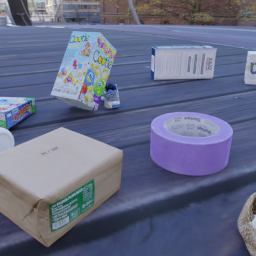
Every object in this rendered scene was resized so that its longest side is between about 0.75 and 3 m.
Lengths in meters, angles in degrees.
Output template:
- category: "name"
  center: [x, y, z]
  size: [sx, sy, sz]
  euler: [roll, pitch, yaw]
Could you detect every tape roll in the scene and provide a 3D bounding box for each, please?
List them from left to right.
- category: "tape roll"
  center: [1.362, 0.280, 6.198]
  size: [1.728, 0.734, 1.728]
  euler: [-1, 24, 0]

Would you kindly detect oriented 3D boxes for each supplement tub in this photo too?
- category: "supplement tub"
  center: [-3.147, 0.289, 6.074]
  size: [1.143, 0.802, 0.802]
  euler: [13, 27, 26]

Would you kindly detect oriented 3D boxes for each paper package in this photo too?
- category: "paper package"
  center: [-1.218, 0.817, 4.780]
  size: [1.670, 0.907, 1.752]
  euler: [17, 28, 33]

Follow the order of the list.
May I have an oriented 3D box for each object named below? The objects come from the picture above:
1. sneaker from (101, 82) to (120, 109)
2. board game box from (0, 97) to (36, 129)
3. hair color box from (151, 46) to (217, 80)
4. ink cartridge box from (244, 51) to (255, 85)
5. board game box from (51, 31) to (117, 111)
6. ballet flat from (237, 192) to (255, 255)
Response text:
- category: "sneaker"
  center: [-0.592, -1.250, 9.630]
  size: [0.650, 0.719, 1.688]
  euler: [-6, 24, -14]
- category: "board game box"
  center: [-4.303, -0.498, 8.086]
  size: [2.664, 0.459, 1.803]
  euler: [2, 19, 5]
- category: "hair color box"
  center: [2.451, -2.941, 12.592]
  size: [2.742, 1.371, 0.830]
  euler: [-2, 24, -7]
- category: "ink cartridge box"
  center: [5.314, -2.567, 11.891]
  size: [0.554, 1.267, 0.920]
  euler: [7, 25, 16]
- category: "board game box"
  center: [-1.342, -1.761, 8.751]
  size: [1.116, 2.128, 1.096]
  euler: [13, -8, 29]
- category: "ballet flat"
  center: [1.893, 1.592, 3.184]
  size: [0.853, 0.790, 2.419]
  euler: [-5, 24, -2]
